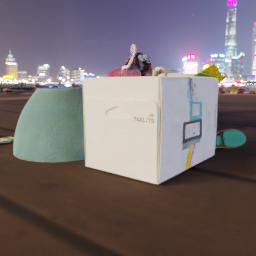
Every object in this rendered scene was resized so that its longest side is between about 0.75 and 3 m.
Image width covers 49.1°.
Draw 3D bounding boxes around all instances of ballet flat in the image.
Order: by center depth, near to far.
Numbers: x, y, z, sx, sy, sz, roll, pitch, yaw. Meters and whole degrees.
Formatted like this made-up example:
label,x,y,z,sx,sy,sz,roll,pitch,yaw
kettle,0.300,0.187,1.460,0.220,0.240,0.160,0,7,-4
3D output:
label,x,y,z,sx,sy,sz,roll,pitch,yaw
ballet flat,2.379,0.294,7.428,1.541,0.524,0.518,-2,1,-20

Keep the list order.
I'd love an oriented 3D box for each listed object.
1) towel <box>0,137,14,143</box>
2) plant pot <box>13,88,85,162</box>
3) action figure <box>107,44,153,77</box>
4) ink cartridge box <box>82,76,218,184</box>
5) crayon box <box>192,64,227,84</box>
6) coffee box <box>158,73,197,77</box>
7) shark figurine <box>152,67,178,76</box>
label,x,y,z,sx,sy,sz,roll,pitch,yaw
towel,-3.669,0.376,8.165,0.619,0.095,0.812,7,12,37
plant pot,-1.688,-0.214,7.107,2.365,1.593,2.365,0,10,0
action figure,-0.143,-1.424,7.972,1.750,1.172,1.303,-4,-25,40
ink cartridge box,0.556,-0.167,5.952,1.833,1.824,2.498,7,11,38
crayon box,2.301,-1.431,10.410,1.868,0.747,2.943,-30,3,42
coffee box,2.779,-1.775,14.902,2.210,2.207,2.186,3,9,17
shark figurine,1.178,-2.029,10.341,0.595,0.851,1.425,-13,-10,-33
